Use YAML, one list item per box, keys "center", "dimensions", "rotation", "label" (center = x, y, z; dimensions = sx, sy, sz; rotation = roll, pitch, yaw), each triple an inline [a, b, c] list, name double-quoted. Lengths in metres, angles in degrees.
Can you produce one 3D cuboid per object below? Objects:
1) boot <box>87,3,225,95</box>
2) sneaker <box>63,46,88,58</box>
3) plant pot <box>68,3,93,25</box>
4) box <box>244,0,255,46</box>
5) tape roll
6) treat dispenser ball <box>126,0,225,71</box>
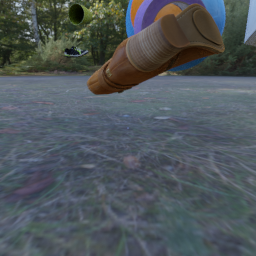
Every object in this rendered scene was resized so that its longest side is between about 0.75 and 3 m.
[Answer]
- center: [0.480, -1.211, 4.642]
  dimensions: [2.222, 0.819, 1.719]
  rotation: [-20, -4, -46]
  label: "boot"
- center: [-1.783, -2.586, 9.423]
  dimensions: [0.884, 0.366, 0.317]
  rotation: [-1, 27, 18]
  label: "sneaker"
- center: [-1.895, -4.691, 11.687]
  dimensions: [0.819, 0.819, 0.876]
  rotation: [6, 16, 27]
  label: "plant pot"
- center: [4.181, -3.360, 7.658]
  dimensions: [1.152, 1.753, 1.763]
  rotation: [13, -12, 1]
  label: "box"
- center: [0.907, -2.142, 5.961]
  dimensions: [1.475, 1.475, 0.627]
  rotation: [-3, 24, -12]
  label: "tape roll"
- center: [1.402, -3.232, 8.543]
  dimensions: [2.949, 2.949, 2.949]
  rotation: [0, 13, 0]
  label: "treat dispenser ball"
